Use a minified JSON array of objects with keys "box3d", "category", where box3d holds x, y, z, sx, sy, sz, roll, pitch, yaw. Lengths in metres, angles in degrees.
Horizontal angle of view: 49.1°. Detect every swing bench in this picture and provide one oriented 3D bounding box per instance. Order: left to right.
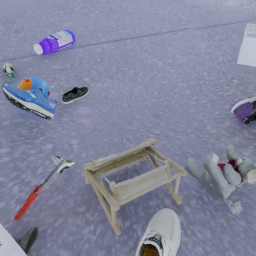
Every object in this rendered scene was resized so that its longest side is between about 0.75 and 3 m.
[{"box3d":[0.100,1.238,7.079,1.937,1.264,1.947,-21,45,-22],"category":"swing bench"}]

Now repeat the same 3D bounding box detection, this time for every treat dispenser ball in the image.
[{"box3d":[-3.396,-1.286,10.092,1.114,1.114,1.114,0,41,0],"category":"treat dispenser ball"}]

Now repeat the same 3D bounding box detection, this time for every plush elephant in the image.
[{"box3d":[2.636,1.098,7.161,1.376,1.464,1.777,-38,82,-18],"category":"plush elephant"}]

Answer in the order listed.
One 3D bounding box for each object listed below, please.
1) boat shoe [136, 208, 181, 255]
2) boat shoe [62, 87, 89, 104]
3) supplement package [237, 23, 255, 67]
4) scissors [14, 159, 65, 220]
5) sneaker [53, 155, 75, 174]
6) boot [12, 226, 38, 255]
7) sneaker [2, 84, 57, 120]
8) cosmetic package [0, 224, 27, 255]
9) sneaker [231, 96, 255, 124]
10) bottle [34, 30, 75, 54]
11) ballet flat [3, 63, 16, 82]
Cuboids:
[{"box3d":[0.580,2.551,5.912,0.808,0.796,2.279,19,44,20],"category":"boat shoe"},{"box3d":[-2.005,-1.362,10.692,1.215,0.403,0.454,-30,49,-30],"category":"boat shoe"},{"box3d":[5.852,-3.768,12.754,1.289,1.299,1.711,14,43,16],"category":"supplement package"},{"box3d":[-1.982,1.443,6.135,0.180,2.584,0.945,39,51,-11],"category":"scissors"},{"box3d":[-1.742,0.902,7.512,0.399,1.038,0.460,-34,89,-4],"category":"sneaker"},{"box3d":[-2.617,2.528,6.362,0.903,0.328,0.821,6,39,17],"category":"boot"},{"box3d":[-3.246,-1.003,9.327,1.872,0.735,0.835,26,68,-9],"category":"sneaker"},{"box3d":[-3.297,2.427,4.467,1.636,2.662,2.653,30,55,26],"category":"cosmetic package"},{"box3d":[4.625,-0.662,9.810,2.015,0.763,0.882,-21,60,-18],"category":"sneaker"},{"box3d":[-3.598,-4.188,13.712,0.869,0.680,2.082,30,49,31],"category":"bottle"},{"box3d":[-5.059,-2.486,11.931,0.518,0.518,1.395,-19,44,-21],"category":"ballet flat"}]
